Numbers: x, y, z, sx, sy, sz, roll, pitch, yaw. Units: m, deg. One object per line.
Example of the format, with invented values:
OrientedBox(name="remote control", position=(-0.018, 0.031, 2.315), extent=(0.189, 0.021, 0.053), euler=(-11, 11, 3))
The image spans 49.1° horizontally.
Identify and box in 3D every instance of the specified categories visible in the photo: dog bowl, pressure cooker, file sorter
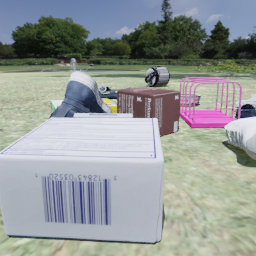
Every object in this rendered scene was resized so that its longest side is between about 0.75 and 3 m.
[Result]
OrientedBox(name="dog bowl", position=(3.091, -1.527, 15.041), extent=(1.622, 0.598, 1.622), euler=(1, 14, 0))
OrientedBox(name="pressure cooker", position=(2.421, -4.380, 24.003), extent=(1.932, 1.699, 1.726), euler=(-9, 35, -27))
OrientedBox(name="file sorter", position=(3.205, -1.151, 11.340), extent=(1.880, 1.697, 2.705), euler=(-1, 14, -2))

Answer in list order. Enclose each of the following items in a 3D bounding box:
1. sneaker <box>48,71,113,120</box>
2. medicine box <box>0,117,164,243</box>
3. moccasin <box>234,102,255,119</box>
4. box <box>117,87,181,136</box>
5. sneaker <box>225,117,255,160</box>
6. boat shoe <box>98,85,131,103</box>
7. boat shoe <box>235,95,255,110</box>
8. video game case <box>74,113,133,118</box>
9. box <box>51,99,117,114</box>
OrientedBox(name="sneaker", position=(-1.373, -0.052, 8.205), extent=(1.070, 2.034, 2.814), euler=(13, -19, 18))
OrientedBox(name="medicine box", position=(-0.587, 0.674, 4.987), extent=(2.296, 1.297, 2.520), euler=(1, 14, 4))
OrientedBox(name="moccasin", position=(4.914, -0.650, 11.336), extent=(0.853, 0.723, 2.119), euler=(2, 14, 6))
OrientedBox(name="box", position=(0.698, -0.608, 9.734), extent=(1.428, 1.442, 1.738), euler=(-13, 20, -42))
OrientedBox(name="sneaker", position=(3.214, 0.264, 7.593), extent=(1.166, 1.023, 2.909), euler=(-2, 6, 26))
OrientedBox(name="boat shoe", position=(-1.187, -2.016, 16.256), extent=(2.999, 0.927, 1.123), euler=(7, 16, 26))
OrientedBox(name="boat shoe", position=(6.397, -1.263, 13.667), extent=(2.204, 0.755, 0.794), euler=(13, 19, 41))
OrientedBox(name="video game case", position=(-0.514, 0.274, 6.486), extent=(1.295, 1.421, 0.156), euler=(1, 38, 4))
OrientedBox(name="box", position=(-1.644, -0.758, 11.589), extent=(2.846, 0.688, 1.670), euler=(-6, 18, -19))
